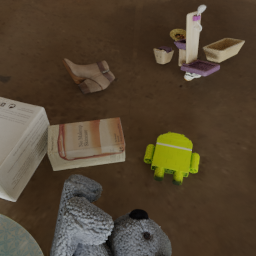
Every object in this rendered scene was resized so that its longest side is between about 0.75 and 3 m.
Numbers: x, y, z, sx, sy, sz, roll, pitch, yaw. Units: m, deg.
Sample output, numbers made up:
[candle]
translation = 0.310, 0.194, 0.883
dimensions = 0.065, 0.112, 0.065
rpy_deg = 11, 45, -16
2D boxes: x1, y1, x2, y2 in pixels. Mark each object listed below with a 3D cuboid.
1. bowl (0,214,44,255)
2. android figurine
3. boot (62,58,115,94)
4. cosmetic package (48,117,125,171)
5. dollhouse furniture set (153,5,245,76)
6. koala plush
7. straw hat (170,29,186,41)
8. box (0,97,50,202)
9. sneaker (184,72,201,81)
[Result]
[bowl]
translation = -2.749, 2.722, 5.299
dimensions = 1.142, 2.122, 2.122
rpy_deg = -48, 60, 3
[android figurine]
translation = 1.214, 0.766, 7.711
dimensions = 1.480, 0.334, 1.625
rpy_deg = 10, 52, 8
[boot]
translation = -1.312, -1.965, 9.629
dimensions = 1.261, 0.606, 1.725
rpy_deg = -32, 77, -10
[cosmetic package]
translation = -1.117, 0.424, 7.646
dimensions = 1.977, 0.862, 1.022
rpy_deg = -8, 51, -7
[dollhouse furniture set]
translation = 2.694, -3.480, 10.011
dimensions = 2.893, 2.053, 2.292
rpy_deg = -28, 39, -33
[koala plush]
translation = -0.235, 2.237, 5.301
dimensions = 2.308, 2.121, 2.047
rpy_deg = 12, 4, -13
[straw hat]
translation = 2.069, -3.607, 11.293
dimensions = 0.831, 0.352, 0.831
rpy_deg = 0, 54, 0
[box]
translation = -3.479, 0.412, 7.293
dimensions = 2.171, 1.426, 2.183
rpy_deg = 14, 52, 12
[sneaker]
translation = 2.381, -1.983, 9.949
dimensions = 0.848, 0.372, 0.321
rpy_deg = -29, 55, -24
